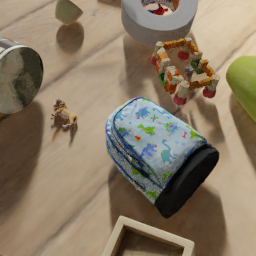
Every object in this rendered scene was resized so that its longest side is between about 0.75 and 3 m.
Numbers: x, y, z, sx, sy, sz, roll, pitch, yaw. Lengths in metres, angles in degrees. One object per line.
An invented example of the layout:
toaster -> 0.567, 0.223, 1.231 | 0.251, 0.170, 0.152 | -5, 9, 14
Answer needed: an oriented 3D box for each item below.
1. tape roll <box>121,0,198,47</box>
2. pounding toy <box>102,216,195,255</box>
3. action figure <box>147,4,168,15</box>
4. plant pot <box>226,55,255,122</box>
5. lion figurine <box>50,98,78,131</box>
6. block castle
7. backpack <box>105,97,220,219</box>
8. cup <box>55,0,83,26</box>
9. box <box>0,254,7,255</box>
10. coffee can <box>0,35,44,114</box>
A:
tape roll -> 1.203, -4.703, 11.072 | 2.950, 0.974, 2.950 | 1, 70, -2
pounding toy -> 0.523, 3.326, 5.770 | 2.139, 1.521, 1.969 | 13, 55, 22
action figure -> 0.897, -5.052, 11.986 | 1.644, 0.536, 0.814 | -14, 66, -9
plant pot -> 4.197, -1.298, 8.656 | 2.151, 2.151, 2.299 | -21, 41, -14
lion figurine -> -1.970, -0.430, 8.900 | 1.186, 0.430, 0.726 | 37, 54, 7
block castle -> 1.848, -1.888, 9.476 | 1.565, 1.099, 2.342 | -15, 58, -15
backpack -> 0.650, 0.508, 7.400 | 2.272, 2.141, 2.785 | -39, 51, -21
cup -> -2.540, -4.744, 11.544 | 1.144, 1.144, 0.818 | 35, 96, 22
box -> -3.085, 3.879, 4.685 | 2.740, 2.273, 2.250 | -22, 58, -15
coffee can -> -4.553, -2.007, 8.864 | 2.971, 2.174, 2.174 | 26, 59, 17
